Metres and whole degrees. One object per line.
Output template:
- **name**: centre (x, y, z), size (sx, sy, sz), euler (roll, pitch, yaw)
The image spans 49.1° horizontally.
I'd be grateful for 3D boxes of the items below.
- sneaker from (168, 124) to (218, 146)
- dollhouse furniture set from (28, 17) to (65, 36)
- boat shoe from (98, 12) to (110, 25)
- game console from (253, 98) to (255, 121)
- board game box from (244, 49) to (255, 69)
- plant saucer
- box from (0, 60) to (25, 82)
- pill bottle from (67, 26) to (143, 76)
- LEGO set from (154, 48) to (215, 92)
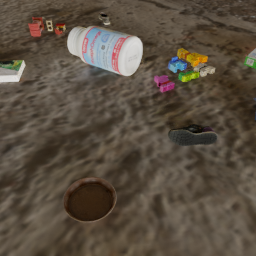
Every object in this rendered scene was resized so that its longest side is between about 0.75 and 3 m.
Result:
- **sneaker**: centre (1.553, 0.140, 6.945), size (1.191, 0.451, 0.521), euler (4, 32, -6)
- **dollhouse furniture set**: centre (-3.362, -4.252, 11.713), size (1.353, 0.550, 0.728), euler (-2, 42, -2)
- **boat shoe**: centre (-1.081, -5.119, 12.849), size (0.393, 0.335, 1.175), euler (-14, 44, -16)
- **game console**: centre (4.079, -0.430, 7.757), size (1.133, 0.671, 0.967), euler (11, 74, 12)
- **board game box**: centre (5.068, -2.488, 9.892), size (1.257, 0.331, 1.643), euler (31, 50, 30)
- **plant saucer**: centre (-0.755, 1.443, 5.600), size (1.053, 0.181, 1.053), euler (-1, 42, 1)
- **box**: centre (-4.238, -1.883, 9.274), size (1.415, 0.257, 1.021), euler (-2, 42, -4)
- **pill bottle**: centre (-0.809, -2.654, 9.368), size (2.370, 1.289, 1.289), euler (22, 46, 24)
- **LEGO set**: centre (1.745, -2.033, 9.015), size (2.215, 0.845, 0.909), euler (-22, 46, -24)
